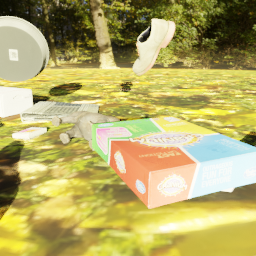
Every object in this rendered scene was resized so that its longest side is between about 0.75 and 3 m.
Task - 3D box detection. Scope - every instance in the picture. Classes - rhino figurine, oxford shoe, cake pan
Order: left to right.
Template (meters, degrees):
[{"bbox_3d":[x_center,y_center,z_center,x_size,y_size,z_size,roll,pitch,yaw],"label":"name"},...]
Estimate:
[{"bbox_3d":[-3.650,-2.397,8.929,2.156,2.156,0.395,-2,38,-9],"label":"cake pan"},{"bbox_3d":[-0.619,0.082,7.510,2.840,0.849,1.242,12,18,32],"label":"rhino figurine"},{"bbox_3d":[0.627,-2.808,9.724,0.904,2.449,0.867,11,53,-22],"label":"oxford shoe"}]

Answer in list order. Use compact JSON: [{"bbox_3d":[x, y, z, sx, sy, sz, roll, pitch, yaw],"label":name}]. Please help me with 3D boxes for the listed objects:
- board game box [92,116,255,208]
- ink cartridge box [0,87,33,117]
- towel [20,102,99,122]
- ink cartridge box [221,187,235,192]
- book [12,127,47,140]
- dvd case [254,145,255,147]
[{"bbox_3d":[0.694,0.405,5.318,2.105,0.555,2.751,-7,17,-23],"label":"board game box"},{"bbox_3d":[-5.466,-1.157,11.884,2.276,0.996,1.654,5,16,25],"label":"ink cartridge box"},{"bbox_3d":[-2.546,-0.605,11.118,2.763,0.496,2.870,2,13,-3],"label":"towel"},{"bbox_3d":[1.381,0.820,5.557,2.069,0.406,1.029,2,15,14],"label":"ink cartridge box"},{"bbox_3d":[-2.991,0.139,8.550,0.588,0.212,0.880,3,14,18],"label":"book"},{"bbox_3d":[4.505,0.640,6.584,2.663,0.213,1.980,11,18,37],"label":"dvd case"}]
